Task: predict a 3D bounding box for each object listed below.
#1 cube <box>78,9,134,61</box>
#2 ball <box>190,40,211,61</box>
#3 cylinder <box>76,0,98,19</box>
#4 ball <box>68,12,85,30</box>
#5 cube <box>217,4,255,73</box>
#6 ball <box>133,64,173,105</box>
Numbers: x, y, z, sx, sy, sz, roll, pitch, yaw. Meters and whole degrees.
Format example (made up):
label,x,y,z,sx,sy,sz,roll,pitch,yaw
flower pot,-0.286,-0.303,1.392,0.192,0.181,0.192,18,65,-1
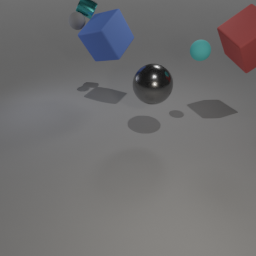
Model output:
label,x,y,z,sx,sy,sz,roll,pitch,yaw
cube,-0.867,-3.721,11.368,1.400,1.400,1.400,7,56,39
ball,2.457,-2.634,9.508,0.700,0.700,0.700,0,30,0
cylinder,-1.724,-5.036,11.689,0.700,0.700,0.700,25,25,-17
ball,-2.119,-4.448,11.629,0.700,0.700,0.700,0,30,0
cube,4.205,-3.087,9.740,1.400,1.400,1.400,-34,50,9
ball,0.858,-1.512,9.698,1.400,1.400,1.400,0,30,0
